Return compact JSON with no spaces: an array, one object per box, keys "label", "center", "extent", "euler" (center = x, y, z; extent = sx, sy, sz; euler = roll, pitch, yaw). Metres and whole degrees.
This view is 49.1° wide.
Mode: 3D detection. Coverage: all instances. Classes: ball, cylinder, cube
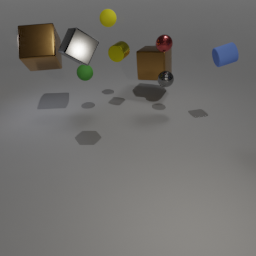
[{"label":"ball","center":[-0.824,-4.520,11.520],"extent":[0.700,0.700,0.700],"euler":[0,29,0]},{"label":"ball","center":[1.491,-3.489,11.554],"extent":[0.700,0.700,0.700],"euler":[0,29,0]},{"label":"cylinder","center":[-0.368,-3.152,11.547],"extent":[0.700,0.700,0.700],"euler":[11,33,19]},{"label":"cube","center":[-3.573,-3.276,11.504],"extent":[1.400,1.400,1.400],"euler":[-5,-9,-2]},{"label":"cube","center":[-1.303,-2.117,7.308],"extent":[0.700,0.700,0.700],"euler":[24,4,-32]},{"label":"ball","center":[-1.831,-2.366,11.920],"extent":[0.700,0.700,0.700],"euler":[0,29,0]},{"label":"ball","center":[1.623,-2.104,12.054],"extent":[0.700,0.700,0.700],"euler":[0,29,0]},{"label":"cylinder","center":[3.485,-2.627,10.065],"extent":[0.700,0.700,0.700],"euler":[-18,30,2]},{"label":"cube","center":[1.313,-3.212,13.783],"extent":[1.400,1.400,1.400],"euler":[6,28,21]}]
